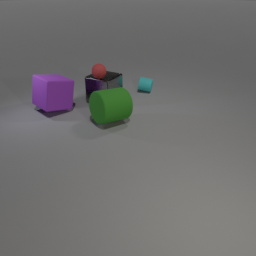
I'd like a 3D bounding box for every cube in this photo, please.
[{"bbox_3d":[-1.208,-2.027,14.294,1.400,1.400,1.400,15,32,26],"label":"cube"},{"bbox_3d":[-3.525,-1.680,13.145,1.400,1.400,1.400,-11,28,-43],"label":"cube"}]

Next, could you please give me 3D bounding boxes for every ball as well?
[{"bbox_3d":[-1.375,-2.704,13.307,0.700,0.700,0.700,0,28,0],"label":"ball"}]

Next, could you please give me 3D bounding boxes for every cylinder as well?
[{"bbox_3d":[-0.741,-0.963,12.020,1.400,1.400,1.400,-13,31,-33],"label":"cylinder"},{"bbox_3d":[0.984,-2.426,15.563,0.700,0.700,0.700,13,30,9],"label":"cylinder"}]
